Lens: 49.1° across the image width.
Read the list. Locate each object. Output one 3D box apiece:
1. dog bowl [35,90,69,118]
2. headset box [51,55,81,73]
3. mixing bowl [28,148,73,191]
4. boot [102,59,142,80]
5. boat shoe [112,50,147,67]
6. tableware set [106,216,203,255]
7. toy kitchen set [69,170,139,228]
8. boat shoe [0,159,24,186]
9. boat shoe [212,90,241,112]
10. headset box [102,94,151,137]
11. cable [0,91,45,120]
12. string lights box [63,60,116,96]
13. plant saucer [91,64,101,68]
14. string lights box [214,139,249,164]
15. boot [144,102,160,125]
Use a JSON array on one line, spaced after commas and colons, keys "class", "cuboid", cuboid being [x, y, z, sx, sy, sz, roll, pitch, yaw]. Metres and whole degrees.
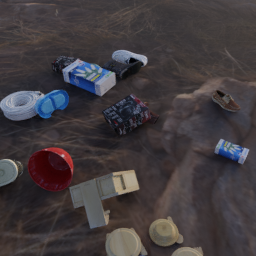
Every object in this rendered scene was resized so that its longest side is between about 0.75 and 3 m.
[{"class": "dog bowl", "cuboid": [-3.365, -1.095, 12.283, 0.405, 0.911, 1.634, 19, 43, 37]}, {"class": "headset box", "cuboid": [-3.279, -3.432, 15.267, 1.383, 0.534, 1.029, 14, 42, 14]}, {"class": "mixing bowl", "cuboid": [-2.414, 1.231, 9.235, 1.512, 1.512, 0.819, 7, 23, 9]}, {"class": "boot", "cuboid": [-0.340, -3.383, 15.134, 1.844, 0.638, 1.605, -35, 52, -31]}, {"class": "boat shoe", "cuboid": [0.043, -3.824, 15.573, 2.033, 0.748, 0.664, 9, 37, 12]}, {"class": "tableware set", "cuboid": [0.707, 3.405, 7.400, 2.536, 0.294, 2.119, -14, 42, -17]}, {"class": "toy kitchen set", "cuboid": [-0.630, 2.209, 8.697, 1.630, 1.471, 1.330, -22, 76, 24]}, {"class": "boat shoe", "cuboid": [-4.961, 1.623, 9.186, 2.952, 1.060, 0.998, -11, 4, -2]}, {"class": "boat shoe", "cuboid": [4.436, -1.244, 12.681, 0.565, 0.536, 1.493, -27, 47, -28]}, {"class": "headset box", "cuboid": [0.001, -0.594, 11.538, 1.715, 0.662, 1.276, -32, 48, -14]}, {"class": "cable", "cuboid": [-4.701, -1.014, 12.386, 1.685, 0.583, 1.685, 9, 43, 11]}, {"class": "string lights box", "cuboid": [-1.944, -2.536, 14.008, 2.389, 0.704, 1.228, 24, 50, 24]}, {"class": "plant saucer", "cuboid": [-2.040, -3.243, 15.284, 1.242, 0.239, 1.242, -1, 40, 0]}, {"class": "string lights box", "cuboid": [3.829, 0.861, 10.358, 1.067, 0.315, 0.548, 22, 48, 25]}, {"class": "boot", "cuboid": [0.928, -0.612, 12.024, 0.942, 0.410, 1.133, 15, 53, 23]}]
